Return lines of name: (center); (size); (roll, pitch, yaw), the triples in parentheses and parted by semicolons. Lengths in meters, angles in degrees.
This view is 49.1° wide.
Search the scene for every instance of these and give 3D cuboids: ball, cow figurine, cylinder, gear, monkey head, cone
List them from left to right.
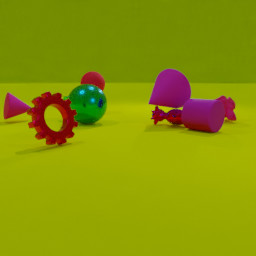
cone: (-3.637, -0.684, 9.487); (0.919, 0.916, 0.916); (7, 5, -34)
gear: (-1.605, -0.206, 6.066); (0.212, 1.145, 1.145); (-13, 0, 40)
ball: (-1.293, -0.757, 8.881); (1.274, 1.274, 1.274); (0, 10, 0)
ball: (-1.365, -1.714, 10.855); (0.950, 0.950, 0.950); (0, 10, 0)
cone: (0.986, -0.948, 8.304); (1.291, 1.291, 1.296); (9, 31, 41)
cow figurine: (1.315, -0.355, 8.604); (1.074, 0.599, 1.091); (2, 6, -32)
cylinder: (2.079, -0.356, 7.758); (0.874, 0.874, 0.874); (-10, 14, -43)
monkey head: (3.204, -0.534, 9.563); (1.470, 1.057, 0.886); (9, -37, -26)

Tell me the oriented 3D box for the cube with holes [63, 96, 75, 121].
cube with holes: (-1.722, -0.705, 9.899); (0.822, 0.822, 0.822); (-7, 12, -34)
